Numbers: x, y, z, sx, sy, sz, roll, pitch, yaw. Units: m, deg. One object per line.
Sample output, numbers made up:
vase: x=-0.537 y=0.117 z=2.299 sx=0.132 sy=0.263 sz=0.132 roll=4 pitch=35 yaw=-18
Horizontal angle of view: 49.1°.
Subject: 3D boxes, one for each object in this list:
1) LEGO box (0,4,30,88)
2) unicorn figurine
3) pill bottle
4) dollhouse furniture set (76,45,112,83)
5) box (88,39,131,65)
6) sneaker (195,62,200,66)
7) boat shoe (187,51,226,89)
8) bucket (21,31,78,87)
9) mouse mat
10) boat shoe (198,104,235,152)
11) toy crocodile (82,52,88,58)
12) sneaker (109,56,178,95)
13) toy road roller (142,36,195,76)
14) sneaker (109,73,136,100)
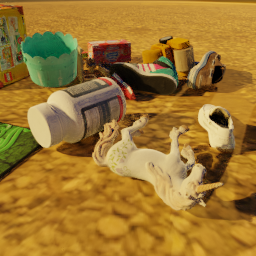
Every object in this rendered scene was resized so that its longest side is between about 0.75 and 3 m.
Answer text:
LEGO box: x=-4.493 y=-2.876 z=9.809 sx=0.982 sy=2.545 sz=1.896 roll=13 pitch=31 yaw=21
unicorn figurine: x=0.562 y=0.606 z=5.275 sx=2.778 sy=1.026 sz=1.908 roll=-1 pitch=35 yaw=30
pill bottle: x=-1.171 y=-0.364 z=6.573 sx=1.244 sy=1.244 sz=2.081 roll=25 pitch=37 yaw=38
dollhouse furniture set: x=-1.212 y=-2.595 z=10.634 sx=1.538 sy=1.254 sz=1.463 roll=-11 pitch=31 yaw=-19
box: x=-0.823 y=-3.413 z=12.530 sx=1.802 sy=0.860 sz=0.898 roll=-11 pitch=31 yaw=-19
sneaker: x=2.729 y=-2.546 z=11.520 sx=1.184 sy=0.390 sz=0.464 roll=5 pitch=16 yaw=9
boat shoe: x=2.992 y=-2.015 z=10.105 sx=0.913 sy=0.911 sz=2.522 roll=21 pitch=44 yaw=24
bucket: x=-2.386 y=-2.151 z=8.758 sx=1.731 sy=1.126 sz=1.731 roll=3 pitch=44 yaw=-3
mouse mat: x=-3.375 y=0.578 z=6.078 sx=2.297 sy=0.107 sz=2.855 roll=11 pitch=30 yaw=20
boat shoe: x=2.221 y=-0.218 z=6.882 sx=0.707 sy=0.692 sz=1.998 roll=0 pitch=29 yaw=0
toy crocodile: x=-2.042 y=-3.418 z=13.087 sx=1.110 sy=0.343 sz=0.375 roll=-18 pitch=33 yaw=-30
sneaker: x=0.680 y=-1.951 z=9.684 sx=2.378 sy=0.994 sz=1.436 roll=18 pitch=38 yaw=15
toy road roller: x=1.489 y=-2.702 z=10.927 sx=1.501 sy=1.263 sz=2.056 roll=-24 pitch=30 yaw=-16
sneaker: x=-0.362 y=-1.163 z=9.024 sx=0.774 sy=0.525 sz=1.340 roll=-36 pitch=49 yaw=-6
